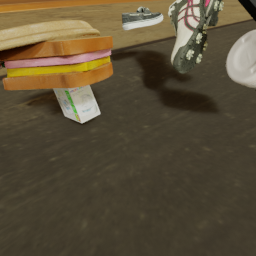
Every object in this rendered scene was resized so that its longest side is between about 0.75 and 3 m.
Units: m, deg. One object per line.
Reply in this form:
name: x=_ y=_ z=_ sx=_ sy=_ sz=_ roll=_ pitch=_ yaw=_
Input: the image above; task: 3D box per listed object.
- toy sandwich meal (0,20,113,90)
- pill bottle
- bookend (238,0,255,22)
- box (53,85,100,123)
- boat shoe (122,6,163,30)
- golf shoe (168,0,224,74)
toy sandwich meal: x=-1.390 y=-0.979 z=4.303 sx=2.523 sy=0.864 sz=2.523 roll=-13 pitch=14 yaw=3
pill bottle: x=2.665 y=-1.038 z=5.059 sx=1.627 sy=0.926 sz=0.926 roll=14 pitch=24 yaw=-29
bookend: x=2.728 y=-2.305 z=5.354 sx=1.178 sy=0.546 sz=1.186 roll=50 pitch=23 yaw=0
box: x=-1.155 y=-0.685 z=6.092 sx=0.500 sy=0.913 sz=1.035 roll=-31 pitch=26 yaw=-24
boat shoe: x=0.525 y=-3.731 z=9.353 sx=1.750 sy=0.620 sz=0.631 roll=-29 pitch=30 yaw=-35
golf shoe: x=1.640 y=-2.746 z=7.708 sx=1.297 sy=1.136 sz=2.944 roll=18 pitch=66 yaw=21
